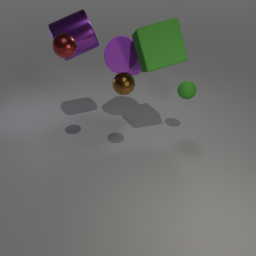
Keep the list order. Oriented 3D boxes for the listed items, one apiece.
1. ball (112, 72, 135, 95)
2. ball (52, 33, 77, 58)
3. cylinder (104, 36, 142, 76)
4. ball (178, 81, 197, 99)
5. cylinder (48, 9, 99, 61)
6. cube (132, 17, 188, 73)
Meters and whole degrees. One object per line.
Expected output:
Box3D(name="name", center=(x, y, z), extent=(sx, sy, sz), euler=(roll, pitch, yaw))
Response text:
Box3D(name="ball", center=(-0.130, -1.358, 8.591), extent=(0.700, 0.700, 0.700), euler=(0, 31, 0))
Box3D(name="ball", center=(-1.829, -2.370, 8.087), extent=(0.700, 0.700, 0.700), euler=(0, 31, 0))
Box3D(name="cylinder", center=(-0.050, -2.841, 11.205), extent=(1.400, 1.400, 1.400), euler=(12, 10, 19))
Box3D(name="ball", center=(2.223, -1.429, 10.559), extent=(0.700, 0.700, 0.700), euler=(0, 31, 0))
Box3D(name="cylinder", center=(-1.961, -3.377, 10.244), extent=(1.400, 1.400, 1.400), euler=(-24, 34, -1))
Box3D(name="cube", center=(1.041, -2.780, 9.608), extent=(1.400, 1.400, 1.400), euler=(-17, 12, -2))
